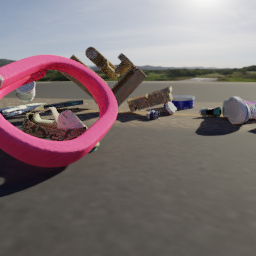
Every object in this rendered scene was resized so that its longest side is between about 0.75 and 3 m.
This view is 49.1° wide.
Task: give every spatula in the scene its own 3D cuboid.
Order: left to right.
[{"bbox_3d":[-4.718,-0.751,11.310,1.977,0.228,2.844,-1,11,8],"label":"spatula"}]

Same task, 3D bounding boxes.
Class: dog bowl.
[{"bbox_3d":[2.378,-1.217,12.973,1.347,0.531,1.347,0,12,0],"label":"dog bowl"}]

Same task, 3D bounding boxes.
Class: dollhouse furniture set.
[{"bbox_3d":[-1.153,-2.301,11.758,2.126,2.482,2.609,39,10,-31],"label":"dollhouse furniture set"}]

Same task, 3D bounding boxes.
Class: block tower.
[{"bbox_3d":[0.894,-1.142,11.341,1.874,0.542,0.506,-16,17,20],"label":"block tower"}]

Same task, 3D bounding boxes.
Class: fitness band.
[{"bbox_3d":[-1.338,-0.475,5.404,2.139,0.557,2.978,38,34,0],"label":"fitness band"}]

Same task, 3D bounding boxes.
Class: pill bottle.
[{"bbox_3d":[-4.501,-1.676,12.240,0.839,0.839,1.473,-4,-13,-19],"label":"pill bottle"}]

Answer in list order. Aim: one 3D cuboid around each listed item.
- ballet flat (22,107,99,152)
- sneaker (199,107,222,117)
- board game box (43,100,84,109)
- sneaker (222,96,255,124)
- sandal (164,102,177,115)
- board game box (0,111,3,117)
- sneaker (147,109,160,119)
[{"bbox_3d":[-1.632,-0.038,6.370,2.274,0.856,0.771,8,13,33],"label":"ballet flat"},{"bbox_3d":[3.125,-0.583,10.351,0.897,0.375,0.542,-5,3,-31],"label":"sneaker"},{"bbox_3d":[-2.811,-1.014,12.210,1.456,0.205,0.985,-14,12,-36],"label":"board game box"},{"bbox_3d":[4.034,-0.620,9.360,1.342,0.853,2.354,5,12,8],"label":"sneaker"},{"bbox_3d":[1.644,-0.818,11.369,0.360,0.596,1.465,-39,1,18],"label":"sandal"},{"bbox_3d":[-4.747,-0.296,9.175,1.184,0.247,1.751,-5,13,-23],"label":"board game box"},{"bbox_3d":[0.965,-0.513,10.113,0.439,0.284,0.810,-2,17,14],"label":"sneaker"}]
